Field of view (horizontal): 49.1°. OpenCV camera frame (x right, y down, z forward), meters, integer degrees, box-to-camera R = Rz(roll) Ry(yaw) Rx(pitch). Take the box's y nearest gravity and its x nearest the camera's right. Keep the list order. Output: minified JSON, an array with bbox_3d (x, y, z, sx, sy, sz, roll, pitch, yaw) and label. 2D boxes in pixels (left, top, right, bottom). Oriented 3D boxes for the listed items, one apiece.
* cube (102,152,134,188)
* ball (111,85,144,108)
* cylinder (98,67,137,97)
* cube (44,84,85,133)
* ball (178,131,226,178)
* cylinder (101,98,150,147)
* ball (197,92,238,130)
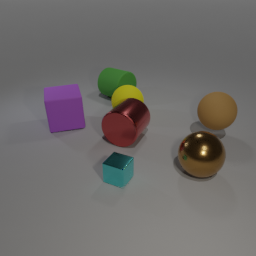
[{"bbox_3d":[-0.286,1.244,8.373,0.700,0.700,0.700,14,31,24],"label":"cube"},{"bbox_3d":[-0.017,-1.148,12.085,1.400,1.400,1.400,0,28,0],"label":"ball"},{"bbox_3d":[-0.537,-2.179,13.798,1.400,1.400,1.400,21,35,38],"label":"cylinder"},{"bbox_3d":[-2.576,-0.830,11.362,1.400,1.400,1.400,-9,32,-12],"label":"cube"},{"bbox_3d":[2.213,0.789,8.453,1.400,1.400,1.400,0,28,0],"label":"ball"},{"bbox_3d":[-0.052,-0.232,10.339,1.400,1.400,1.400,12,31,21],"label":"cylinder"},{"bbox_3d":[3.247,-0.622,10.220,1.400,1.400,1.400,0,28,0],"label":"ball"}]
